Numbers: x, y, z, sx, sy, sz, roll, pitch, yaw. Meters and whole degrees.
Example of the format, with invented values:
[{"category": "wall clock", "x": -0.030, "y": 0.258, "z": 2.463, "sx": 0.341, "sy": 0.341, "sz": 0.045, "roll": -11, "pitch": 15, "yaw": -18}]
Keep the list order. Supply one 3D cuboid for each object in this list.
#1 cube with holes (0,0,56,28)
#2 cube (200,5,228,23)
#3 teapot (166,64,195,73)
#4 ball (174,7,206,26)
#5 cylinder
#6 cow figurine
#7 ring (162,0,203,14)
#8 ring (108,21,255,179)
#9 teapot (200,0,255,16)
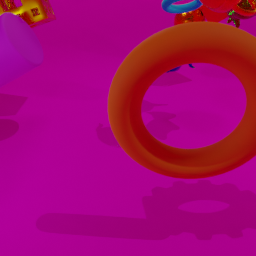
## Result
[{"category": "cube with holes", "x": -2.703, "y": -3.098, "z": 6.809, "sx": 1.302, "sy": 1.302, "sz": 1.302, "roll": -19, "pitch": 21, "yaw": 2}, {"category": "cube", "x": 2.838, "y": -4.356, "z": 8.864, "sx": 1.299, "sy": 1.299, "sz": 1.299, "roll": -24, "pitch": 62, "yaw": 26}, {"category": "teapot", "x": 1.157, "y": -1.879, "z": 7.673, "sx": 1.519, "sy": 0.744, "sz": 0.945, "roll": 1, "pitch": 35, "yaw": -7}, {"category": "ball", "x": 2.187, "y": -3.783, "z": 9.951, "sx": 1.115, "sy": 1.115, "sz": 1.115, "roll": 0, "pitch": 30, "yaw": 0}, {"category": "cylinder", "x": -2.677, "y": -1.637, "z": 6.034, "sx": 1.201, "sy": 1.201, "sz": 1.201, "roll": -23, "pitch": 26, "yaw": 17}, {"category": "cow figurine", "x": 2.408, "y": -2.543, "z": 5.790, "sx": 1.382, "sy": 0.758, "sz": 1.360, "roll": -38, "pitch": 11, "yaw": -36}, {"category": "ring", "x": 1.582, "y": -3.610, "z": 8.054, "sx": 1.228, "sy": 0.246, "sz": 1.228, "roll": -5, "pitch": 2, "yaw": 0}, {"category": "ring", "x": 0.754, "y": -0.193, "z": 3.257, "sx": 1.996, "sy": 1.996, "sz": 0.399, "roll": 2, "pitch": 34, "yaw": 4}, {"category": "teapot", "x": 1.708, "y": -2.735, "z": 4.936, "sx": 0.881, "sy": 1.800, "sz": 1.119, "roll": -32, "pitch": 0, "yaw": -15}]
